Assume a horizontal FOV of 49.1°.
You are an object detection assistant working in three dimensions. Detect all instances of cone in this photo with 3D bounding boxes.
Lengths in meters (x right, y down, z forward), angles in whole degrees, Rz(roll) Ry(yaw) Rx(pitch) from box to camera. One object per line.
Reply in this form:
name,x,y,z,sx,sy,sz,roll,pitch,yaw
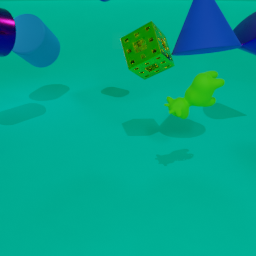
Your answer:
cone,3.520,-2.114,7.167,1.332,1.337,1.332,-39,25,22
cone,1.592,-2.355,5.887,1.446,1.451,1.446,-5,9,1

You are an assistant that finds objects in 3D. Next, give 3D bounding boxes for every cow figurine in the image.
cow figurine,1.186,-0.599,5.147,0.942,0.957,0.525,-10,51,-21

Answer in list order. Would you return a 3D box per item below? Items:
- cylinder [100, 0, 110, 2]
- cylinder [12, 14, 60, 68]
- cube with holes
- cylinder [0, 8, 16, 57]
cylinder,-0.465,-4.016,7.646,0.864,0.864,0.864,1,21,45
cylinder,-3.117,-2.851,9.305,1.333,1.333,1.333,4,-6,8
cube with holes,0.438,-1.674,6.185,0.787,0.787,0.787,-21,-17,25
cylinder,-3.552,-2.371,6.733,1.197,1.197,1.197,19,17,33
